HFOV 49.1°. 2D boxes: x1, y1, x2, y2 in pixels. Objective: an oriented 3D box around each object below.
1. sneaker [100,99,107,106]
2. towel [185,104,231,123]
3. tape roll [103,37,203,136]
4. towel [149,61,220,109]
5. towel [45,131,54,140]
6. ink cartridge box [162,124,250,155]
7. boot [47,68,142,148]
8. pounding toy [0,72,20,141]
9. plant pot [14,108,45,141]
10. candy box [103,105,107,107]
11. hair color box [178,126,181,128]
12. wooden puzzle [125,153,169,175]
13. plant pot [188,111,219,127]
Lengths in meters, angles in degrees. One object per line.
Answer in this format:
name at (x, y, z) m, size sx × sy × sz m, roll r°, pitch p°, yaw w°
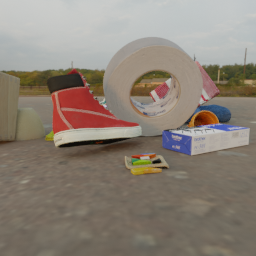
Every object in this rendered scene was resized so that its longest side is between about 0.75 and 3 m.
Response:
sneaker at (-2.223, -1.310, 16.291) m, size 2.126 × 0.994 × 0.748 m, roll -2°, pitch 9°, yaw -19°
towel at (2.974, -0.653, 12.664) m, size 2.983 × 0.724 × 1.665 m, roll -1°, pitch 9°, yaw -10°
tape roll at (0.711, -1.172, 8.359) m, size 2.848 × 2.848 × 0.941 m, roll -1°, pitch 31°, yaw -10°
towel at (2.261, -1.449, 11.475) m, size 2.403 × 1.731 × 0.273 m, roll -33°, pitch -21°, yaw 10°
towel at (-2.079, 0.146, 9.041) m, size 0.839 × 0.176 × 1.949 m, roll -2°, pitch 9°, yaw -5°
ink cartridge box at (2.046, 0.242, 7.248) m, size 2.181 × 0.482 × 1.025 m, roll -5°, pitch 11°, yaw -34°
boot at (-0.736, -0.533, 6.988) m, size 0.944 × 1.881 × 2.607 m, roll -22°, pitch -15°, yaw 41°
pounding toy at (-4.494, -0.472, 7.574) m, size 2.322 × 2.138 × 1.651 m, roll 3°, pitch -3°, yaw 18°
plant pot at (-3.266, -0.164, 8.666) m, size 1.338 × 0.898 × 1.338 m, roll 0°, pitch 9°, yaw 0°
candy box at (-1.426, -0.636, 12.595) m, size 1.974 × 0.706 × 1.656 m, roll 6°, pitch 10°, yaw 31°
hair color box at (1.337, -0.100, 10.182) m, size 1.090 × 0.330 × 0.545 m, roll -3°, pitch 9°, yaw -19°
wooden puzzle at (0.358, 0.652, 5.579) m, size 0.893 × 0.155 × 1.323 m, roll -1°, pitch 8°, yaw -9°
plant pot at (2.234, -0.055, 8.599) m, size 0.834 × 0.834 × 0.763 m, roll -2°, pitch -8°, yaw -11°
